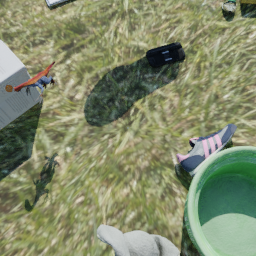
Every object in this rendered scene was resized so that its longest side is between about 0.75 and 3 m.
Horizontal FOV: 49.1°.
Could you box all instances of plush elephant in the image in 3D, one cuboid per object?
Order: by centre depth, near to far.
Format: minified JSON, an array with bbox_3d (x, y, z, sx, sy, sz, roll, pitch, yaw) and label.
[{"bbox_3d":[0.078,2.976,5.451,2.151,2.022,2.612,32,106,-28],"label":"plush elephant"}]

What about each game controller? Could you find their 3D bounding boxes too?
[{"bbox_3d":[1.138,-2.205,8.425,1.155,0.243,0.603,-18,83,-7],"label":"game controller"}]

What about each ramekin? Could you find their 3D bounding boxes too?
[{"bbox_3d":[2.542,1.890,6.099,2.739,1.338,2.739,0,68,0],"label":"ramekin"}]

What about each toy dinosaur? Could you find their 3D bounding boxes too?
[{"bbox_3d":[-2.075,-1.030,6.156,0.550,0.950,1.047,0,89,22],"label":"toy dinosaur"}]

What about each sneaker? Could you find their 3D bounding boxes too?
[{"bbox_3d":[1.999,0.380,7.107,1.801,0.632,0.739,-42,77,-16],"label":"sneaker"},{"bbox_3d":[3.361,-4.263,9.067,0.463,0.533,1.203,11,68,4],"label":"sneaker"}]

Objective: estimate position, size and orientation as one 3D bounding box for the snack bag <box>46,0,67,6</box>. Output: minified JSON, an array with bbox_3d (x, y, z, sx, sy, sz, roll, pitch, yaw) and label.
[{"bbox_3d":[-2.274,-4.922,9.539,1.457,0.165,1.545,-24,70,-9],"label":"snack bag"}]

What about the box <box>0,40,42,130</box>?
[{"bbox_3d":[-3.501,-0.864,7.093,2.086,1.588,1.109,-40,72,-15],"label":"box"}]

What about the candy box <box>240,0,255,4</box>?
[{"bbox_3d":[4.744,-4.700,9.238,2.002,0.565,1.168,3,67,-1],"label":"candy box"}]
